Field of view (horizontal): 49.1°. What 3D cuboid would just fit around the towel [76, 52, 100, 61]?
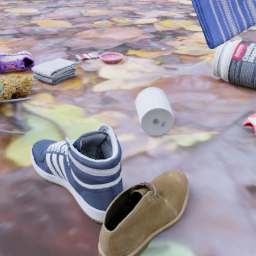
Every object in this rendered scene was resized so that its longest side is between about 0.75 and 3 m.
[{"bbox_3d":[-1.710,-3.099,12.076,0.948,0.108,0.683,-15,34,-23],"label":"towel"}]

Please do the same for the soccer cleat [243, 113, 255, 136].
[{"bbox_3d":[3.306,0.141,6.553,0.516,0.450,1.349,-38,43,7],"label":"soccer cleat"}]

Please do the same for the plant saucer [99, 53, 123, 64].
[{"bbox_3d":[-0.684,-2.859,11.545,0.974,0.247,0.974,-1,32,0],"label":"plant saucer"}]

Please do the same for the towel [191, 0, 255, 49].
[{"bbox_3d":[2.672,-3.373,6.271,2.951,2.136,0.352,-32,22,-7],"label":"towel"}]

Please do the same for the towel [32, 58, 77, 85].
[{"bbox_3d":[-2.552,-1.988,9.865,1.048,0.542,1.266,21,39,33],"label":"towel"}]

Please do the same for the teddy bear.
[{"bbox_3d":[-3.990,-1.151,8.183,2.553,0.852,1.851,-21,35,-31],"label":"teddy bear"}]

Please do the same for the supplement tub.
[{"bbox_3d":[3.944,-2.068,9.130,1.990,1.396,1.396,22,38,32],"label":"supplement tub"}]

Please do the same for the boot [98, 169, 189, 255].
[{"bbox_3d":[0.379,1.154,4.436,0.797,0.817,2.165,20,35,32],"label":"boot"}]

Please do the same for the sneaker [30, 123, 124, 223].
[{"bbox_3d":[-0.998,0.430,5.033,0.904,1.399,2.578,-27,40,-36],"label":"sneaker"}]

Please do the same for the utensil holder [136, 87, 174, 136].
[{"bbox_3d":[0.646,-0.406,6.950,0.863,0.863,1.016,-1,33,-2],"label":"utensil holder"}]

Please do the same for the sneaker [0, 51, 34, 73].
[{"bbox_3d":[-4.245,-2.391,10.424,1.722,0.692,0.761,-26,47,-37],"label":"sneaker"}]

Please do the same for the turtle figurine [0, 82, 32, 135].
[{"bbox_3d":[-3.575,-0.278,6.822,1.885,1.945,1.399,-22,66,8],"label":"turtle figurine"}]
